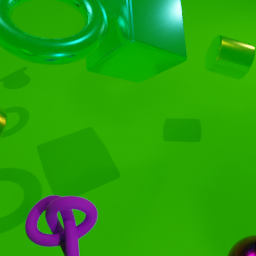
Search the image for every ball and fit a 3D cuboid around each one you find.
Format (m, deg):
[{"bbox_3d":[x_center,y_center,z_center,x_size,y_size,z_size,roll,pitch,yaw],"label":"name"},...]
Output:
[{"bbox_3d":[1.646,1.772,3.371,0.912,0.912,0.912,0,46,0],"label":"ball"}]

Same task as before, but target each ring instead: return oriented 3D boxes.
[{"bbox_3d":[-1.169,-1.641,4.151,1.748,0.350,1.748,7,58,-11],"label":"ring"}]

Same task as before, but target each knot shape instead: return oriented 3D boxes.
[{"bbox_3d":[-0.844,1.278,3.771,1.051,0.983,0.485,46,23,14],"label":"knot shape"}]

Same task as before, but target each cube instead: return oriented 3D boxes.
[{"bbox_3d":[0.104,-1.782,5.239,1.354,1.354,1.354,5,76,-39],"label":"cube"}]

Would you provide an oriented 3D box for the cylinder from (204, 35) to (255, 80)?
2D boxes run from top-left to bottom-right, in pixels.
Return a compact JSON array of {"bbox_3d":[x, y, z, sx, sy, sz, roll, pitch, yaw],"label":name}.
[{"bbox_3d":[2.340,-1.634,6.514,0.837,0.837,0.837,15,46,-6],"label":"cylinder"}]

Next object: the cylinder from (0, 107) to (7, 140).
[{"bbox_3d":[-1.809,-0.073,2.946,0.726,0.726,0.726,-20,51,27],"label":"cylinder"}]
